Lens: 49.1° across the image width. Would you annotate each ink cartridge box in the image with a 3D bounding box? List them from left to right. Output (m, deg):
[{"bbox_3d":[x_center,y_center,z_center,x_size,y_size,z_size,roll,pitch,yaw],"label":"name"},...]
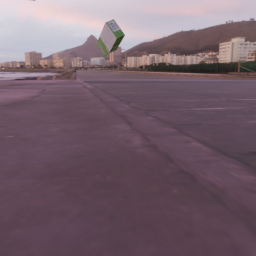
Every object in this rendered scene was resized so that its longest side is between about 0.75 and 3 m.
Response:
[{"bbox_3d":[-0.584,-2.826,8.968,0.357,0.625,1.203,-33,-3,-27],"label":"ink cartridge box"}]
